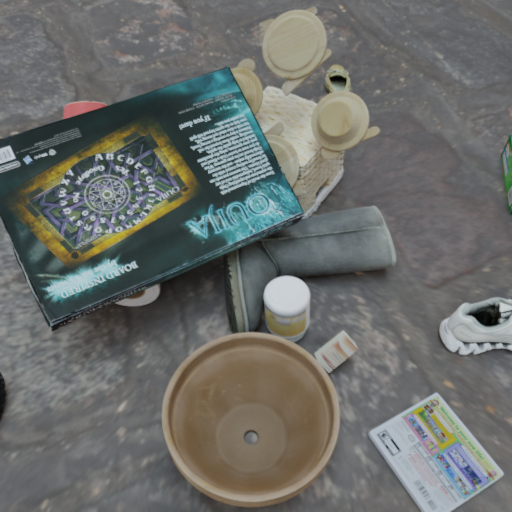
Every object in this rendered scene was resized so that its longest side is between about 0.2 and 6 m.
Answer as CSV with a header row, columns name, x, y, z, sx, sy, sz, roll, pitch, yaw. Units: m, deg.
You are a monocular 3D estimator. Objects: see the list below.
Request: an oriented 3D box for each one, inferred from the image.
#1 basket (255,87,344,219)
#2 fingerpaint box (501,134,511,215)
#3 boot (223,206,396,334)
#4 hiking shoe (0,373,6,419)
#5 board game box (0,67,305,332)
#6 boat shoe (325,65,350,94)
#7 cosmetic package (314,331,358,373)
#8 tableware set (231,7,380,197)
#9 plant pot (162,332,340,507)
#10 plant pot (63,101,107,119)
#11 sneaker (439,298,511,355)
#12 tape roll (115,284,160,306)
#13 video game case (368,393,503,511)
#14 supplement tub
name,x,y,z,sx,sy,sz,roll,pitch,yaw
basket,0.569,-2.058,11.537,2.097,1.686,2.078,28,55,19
fingerpaint box,6.168,-1.673,11.840,1.579,0.694,1.893,9,52,7
boot,0.980,0.211,10.212,3.111,1.129,2.829,2,53,-7
hiking shoe,-4.638,2.590,8.300,1.095,0.824,2.175,15,53,7
board game box,-1.808,-1.087,9.258,4.520,0.636,3.057,-24,83,-19
boat shoe,2.062,-4.334,14.080,0.643,0.555,1.763,6,51,5
cosmetic package,1.311,1.571,9.185,0.634,0.328,0.277,-42,17,8
tableware set,0.494,-2.691,10.227,2.672,0.371,3.199,-27,83,22
plant pot,-0.075,2.455,8.208,2.482,1.146,2.482,0,52,0
plant pot,-3.596,-2.643,12.001,1.270,1.270,1.123,-5,92,-4
sneaker,4.346,1.118,9.441,2.328,0.944,0.875,-5,50,-6
tape roll,-2.229,0.320,9.995,1.063,1.063,0.730,-2,52,-1
video game case,2.674,2.980,8.417,1.358,0.165,1.492,-24,54,-18
supplement tub,0.525,0.930,9.466,0.760,1.051,0.760,-2,49,2
